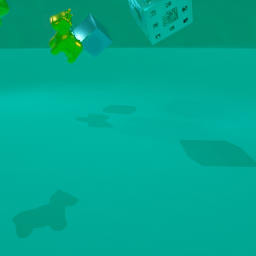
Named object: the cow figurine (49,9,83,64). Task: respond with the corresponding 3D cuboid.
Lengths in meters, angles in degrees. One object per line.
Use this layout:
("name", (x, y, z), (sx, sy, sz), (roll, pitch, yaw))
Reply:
("cow figurine", (-2.015, -3.070, 9.384), (1.556, 1.531, 0.854), (22, 35, -43))

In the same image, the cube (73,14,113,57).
("cube", (-1.368, -3.559, 10.859), (0.973, 0.973, 0.973), (29, 31, -50))

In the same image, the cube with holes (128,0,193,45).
("cube with holes", (0.742, -3.048, 6.801), (1.162, 1.162, 1.162), (-29, 64, 2))

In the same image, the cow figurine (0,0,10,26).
("cow figurine", (-2.483, -1.935, 4.515), (1.061, 0.582, 1.044), (-29, 11, -18))
